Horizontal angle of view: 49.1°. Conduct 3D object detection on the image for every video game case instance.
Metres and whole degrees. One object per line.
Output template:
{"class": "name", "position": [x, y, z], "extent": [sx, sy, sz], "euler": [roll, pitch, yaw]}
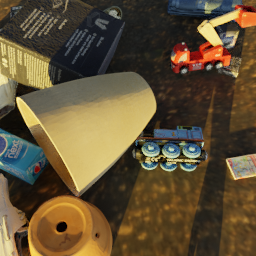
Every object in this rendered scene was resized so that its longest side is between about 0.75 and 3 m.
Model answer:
{"class": "video game case", "position": [3.226, 1.055, 7.693], "extent": [0.873, 0.076, 0.624], "euler": [-9, 54, -6]}

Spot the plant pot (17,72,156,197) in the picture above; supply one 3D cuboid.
{"class": "plant pot", "position": [-0.781, -0.233, 7.025], "extent": [2.843, 2.663, 2.663], "euler": [-33, 61, -22]}

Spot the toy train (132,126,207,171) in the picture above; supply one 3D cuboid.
{"class": "toy train", "position": [1.120, 0.521, 7.633], "extent": [1.990, 0.862, 1.137], "euler": [2, 46, 1]}

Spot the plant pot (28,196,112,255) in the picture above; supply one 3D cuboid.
{"class": "plant pot", "position": [-1.304, 2.303, 6.038], "extent": [1.891, 1.324, 1.891], "euler": [0, 53, 0]}

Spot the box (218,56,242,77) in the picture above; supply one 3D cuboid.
{"class": "box", "position": [3.632, -2.232, 9.973], "extent": [0.673, 0.212, 0.853], "euler": [18, 56, 12]}

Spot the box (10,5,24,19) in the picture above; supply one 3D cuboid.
{"class": "box", "position": [-3.313, -4.240, 11.165], "extent": [2.557, 0.628, 2.061], "euler": [-13, 57, -9]}

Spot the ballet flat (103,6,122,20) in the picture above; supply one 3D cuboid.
{"class": "ballet flat", "position": [-1.119, -3.972, 10.748], "extent": [0.804, 0.850, 2.523], "euler": [-8, 35, 51]}

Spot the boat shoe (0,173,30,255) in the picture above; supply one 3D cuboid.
{"class": "boat shoe", "position": [-2.683, 2.288, 6.261], "extent": [0.939, 1.028, 2.858], "euler": [-9, 55, -13]}

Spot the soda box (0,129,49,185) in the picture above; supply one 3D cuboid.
{"class": "soda box", "position": [-3.418, 0.579, 7.578], "extent": [2.406, 0.816, 0.772], "euler": [22, 57, 14]}

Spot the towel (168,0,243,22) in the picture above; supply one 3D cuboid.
{"class": "towel", "position": [3.208, -5.294, 11.871], "extent": [2.971, 0.721, 1.658], "euler": [6, 54, 6]}

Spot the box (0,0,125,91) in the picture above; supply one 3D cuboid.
{"class": "box", "position": [-2.000, -2.529, 8.813], "extent": [2.907, 1.707, 2.858], "euler": [24, 56, -5]}

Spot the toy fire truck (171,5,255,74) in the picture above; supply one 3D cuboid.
{"class": "toy fire truck", "position": [2.764, -2.884, 9.257], "extent": [2.694, 1.900, 0.657], "euler": [-8, 44, 0]}

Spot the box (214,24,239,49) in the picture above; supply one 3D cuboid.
{"class": "box", "position": [3.607, -3.401, 10.459], "extent": [0.779, 0.785, 0.484], "euler": [-6, 54, -4]}

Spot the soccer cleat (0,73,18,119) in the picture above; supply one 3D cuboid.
{"class": "soccer cleat", "position": [-3.853, -1.033, 8.816], "extent": [0.933, 0.834, 2.407], "euler": [21, 60, 2]}
